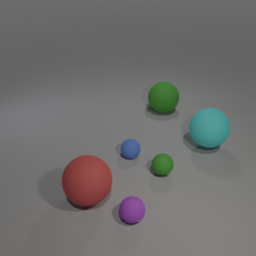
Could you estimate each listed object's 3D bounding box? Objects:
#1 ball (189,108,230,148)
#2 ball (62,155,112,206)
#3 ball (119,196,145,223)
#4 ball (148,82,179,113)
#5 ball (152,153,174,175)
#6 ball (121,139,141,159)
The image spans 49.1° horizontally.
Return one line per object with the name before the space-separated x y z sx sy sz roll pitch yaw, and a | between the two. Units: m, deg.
ball | 2.893 -0.006 9.939 1.400 1.400 1.400 0 31 0
ball | -1.135 1.454 7.817 1.400 1.400 1.400 0 31 0
ball | 0.113 2.172 7.457 0.700 0.700 0.700 0 31 0
ball | 1.600 -1.384 12.616 1.400 1.400 1.400 0 31 0
ball | 1.112 1.161 8.979 0.700 0.700 0.700 0 31 0
ball | 0.090 0.729 9.850 0.700 0.700 0.700 0 31 0
